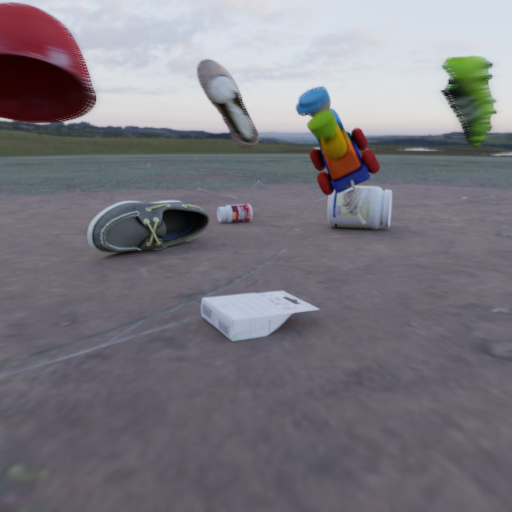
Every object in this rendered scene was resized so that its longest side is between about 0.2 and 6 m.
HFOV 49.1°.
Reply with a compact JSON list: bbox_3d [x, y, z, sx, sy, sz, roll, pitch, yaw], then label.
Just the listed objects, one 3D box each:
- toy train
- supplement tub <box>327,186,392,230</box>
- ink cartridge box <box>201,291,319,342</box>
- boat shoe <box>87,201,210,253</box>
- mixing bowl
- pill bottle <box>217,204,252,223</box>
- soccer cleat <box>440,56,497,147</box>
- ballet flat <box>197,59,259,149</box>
[{"bbox_3d":[1.003,-1.315,7.005,0.798,1.091,1.885,-25,35,14],"label":"toy train"},{"bbox_3d":[2.503,-1.170,13.512,1.439,1.043,1.043,4,14,16],"label":"supplement tub"},{"bbox_3d":[0.036,0.729,7.101,1.214,0.304,0.977,-2,12,-27],"label":"ink cartridge box"},{"bbox_3d":[-2.064,-0.603,11.179,0.821,0.981,2.745,12,19,34],"label":"boat shoe"},{"bbox_3d":[-3.315,-2.809,7.956,2.025,1.097,2.025,-2,-12,-1],"label":"mixing bowl"},{"bbox_3d":[-0.555,-1.083,14.418,0.836,0.458,0.458,-5,14,-22],"label":"pill bottle"},{"bbox_3d":[4.416,-3.229,11.690,0.960,0.800,2.369,24,-19,34],"label":"soccer cleat"},{"bbox_3d":[-0.547,-3.375,12.479,0.751,2.205,0.742,-35,23,-3],"label":"ballet flat"}]
